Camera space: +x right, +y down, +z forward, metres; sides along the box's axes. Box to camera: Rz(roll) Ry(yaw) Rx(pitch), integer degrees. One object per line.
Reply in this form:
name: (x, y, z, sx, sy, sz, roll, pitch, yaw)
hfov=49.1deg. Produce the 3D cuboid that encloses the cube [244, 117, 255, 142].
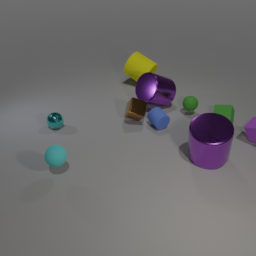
cube: (4.933, 0.059, 10.500, 0.700, 0.700, 0.700, -39, 21, -22)

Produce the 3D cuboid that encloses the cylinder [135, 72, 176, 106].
cylinder: (1.298, -1.792, 13.157, 1.400, 1.400, 1.400, 6, 20, -43)

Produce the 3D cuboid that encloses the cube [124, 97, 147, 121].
cube: (0.325, -0.789, 11.922, 0.700, 0.700, 0.700, 17, 71, -14)

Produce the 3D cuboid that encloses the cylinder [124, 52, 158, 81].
cylinder: (0.710, -3.309, 15.678, 1.400, 1.400, 1.400, 35, 40, 12)

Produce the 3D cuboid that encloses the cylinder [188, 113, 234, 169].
cylinder: (2.757, 0.445, 9.443, 1.400, 1.400, 1.400, -5, 48, 6)

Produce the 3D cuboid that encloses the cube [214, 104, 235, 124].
cube: (4.006, -0.537, 11.696, 0.700, 0.700, 0.700, 4, -14, 30)

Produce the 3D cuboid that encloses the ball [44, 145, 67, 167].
ball: (-2.299, 0.883, 8.909, 0.700, 0.700, 0.700, 0, 30, 0)

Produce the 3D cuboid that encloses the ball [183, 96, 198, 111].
ball: (2.835, -1.117, 12.728, 0.700, 0.700, 0.700, 0, 30, 0)

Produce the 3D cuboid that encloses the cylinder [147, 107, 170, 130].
cylinder: (1.287, -0.410, 11.765, 0.700, 0.700, 0.700, -15, 44, -24)

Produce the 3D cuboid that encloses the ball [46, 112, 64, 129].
ball: (-3.055, -0.313, 11.742, 0.700, 0.700, 0.700, 0, 30, 0)
